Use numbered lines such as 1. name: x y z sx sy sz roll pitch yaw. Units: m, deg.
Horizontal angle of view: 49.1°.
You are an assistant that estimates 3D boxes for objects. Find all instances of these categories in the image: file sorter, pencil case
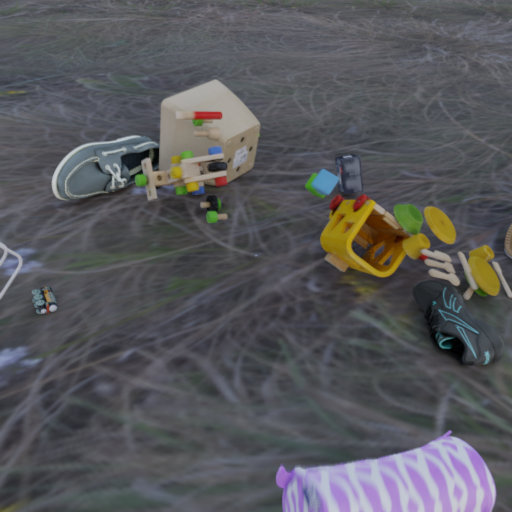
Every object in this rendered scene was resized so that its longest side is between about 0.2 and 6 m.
1. file sorter: -5.366 -0.003 9.911 1.952 1.354 1.215 24 78 29
2. pencil case: 1.470 2.735 6.364 2.542 1.067 1.087 1 34 -26

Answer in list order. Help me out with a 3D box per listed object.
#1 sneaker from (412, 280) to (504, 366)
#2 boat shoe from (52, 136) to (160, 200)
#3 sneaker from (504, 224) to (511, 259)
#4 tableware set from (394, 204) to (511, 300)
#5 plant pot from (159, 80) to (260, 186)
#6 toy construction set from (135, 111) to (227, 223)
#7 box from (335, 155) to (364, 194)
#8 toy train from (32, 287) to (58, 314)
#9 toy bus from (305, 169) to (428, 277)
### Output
1. sneaker: 3.176 1.080 9.320 0.774 0.737 1.954 -16 38 -19
2. boat shoe: -3.431 -2.141 13.490 0.986 1.162 3.192 17 33 28
3. sneaker: 5.865 -0.582 11.798 0.722 1.117 2.059 28 74 29
4. tableware set: 3.530 -0.068 10.190 2.615 0.401 1.762 12 52 -35
5. plant pot: -1.059 -2.910 14.012 1.786 2.017 2.015 32 45 23
6. toy construction set: -1.689 -2.058 12.316 1.756 2.285 1.905 -5 26 -25
7. box: 2.188 -1.931 13.200 0.467 0.818 0.898 -9 13 1
8. toy train: -3.824 0.801 10.127 0.369 0.276 0.647 -10 35 -29
9. toy bus: 1.887 -0.331 10.759 2.341 2.481 1.282 32 87 32
